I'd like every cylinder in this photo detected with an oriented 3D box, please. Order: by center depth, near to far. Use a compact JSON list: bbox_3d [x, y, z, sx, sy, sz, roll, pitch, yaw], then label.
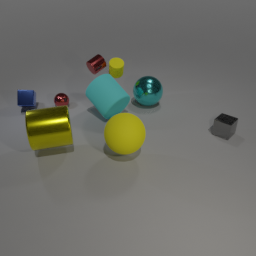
[{"bbox_3d":[-2.699,-0.009,9.729,1.400,1.400,1.400,-9,32,-11],"label":"cylinder"},{"bbox_3d":[-0.859,-1.346,11.982,1.400,1.400,1.400,-29,71,-38],"label":"cylinder"},{"bbox_3d":[-1.494,-3.005,13.224,0.700,0.700,0.700,-40,45,-17],"label":"cylinder"},{"bbox_3d":[-0.555,-2.851,13.305,0.700,0.700,0.700,3,58,-4],"label":"cylinder"}]

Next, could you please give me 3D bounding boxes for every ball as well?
[{"bbox_3d":[-0.107,0.188,9.410,1.400,1.400,1.400,0,31,0],"label":"ball"},{"bbox_3d":[-3.086,-1.282,13.007,0.700,0.700,0.700,0,31,0],"label":"ball"},{"bbox_3d":[0.929,-1.719,13.032,1.400,1.400,1.400,0,31,0],"label":"ball"}]

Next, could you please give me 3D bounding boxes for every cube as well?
[{"bbox_3d":[3.805,-0.064,11.005,0.700,0.700,0.700,24,39,34],"label":"cube"},{"bbox_3d":[-4.565,-1.318,12.661,0.700,0.700,0.700,0,-2,-9],"label":"cube"}]
